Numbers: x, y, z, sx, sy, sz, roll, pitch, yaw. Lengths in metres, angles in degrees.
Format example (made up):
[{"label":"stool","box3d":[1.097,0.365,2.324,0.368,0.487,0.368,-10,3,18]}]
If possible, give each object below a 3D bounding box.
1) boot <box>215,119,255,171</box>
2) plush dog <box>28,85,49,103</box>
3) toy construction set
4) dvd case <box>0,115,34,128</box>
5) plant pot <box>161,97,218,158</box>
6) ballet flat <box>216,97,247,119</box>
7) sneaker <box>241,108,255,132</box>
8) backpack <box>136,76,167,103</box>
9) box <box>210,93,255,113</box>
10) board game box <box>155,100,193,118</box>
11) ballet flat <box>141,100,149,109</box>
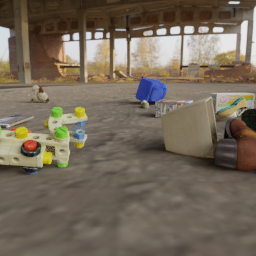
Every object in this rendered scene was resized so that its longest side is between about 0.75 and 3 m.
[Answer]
[{"label":"boot","box3d":[2.862,0.340,5.253,2.099,0.719,1.976,6,12,25]},{"label":"plush dog","box3d":[-4.998,-1.806,15.899,0.967,1.126,0.904,-4,41,32]},{"label":"toy construction set","box3d":[-1.892,0.198,5.157,2.210,1.018,1.449,-7,35,4]},{"label":"dvd case","box3d":[-3.925,-0.247,9.411,0.893,0.096,1.202,5,20,25]},{"label":"plant pot","box3d":[1.353,0.006,6.180,1.026,1.159,1.157,-8,7,23]},{"label":"ballet flat","box3d":[3.746,-0.622,9.906,1.653,0.521,0.567,-27,1,-33]},{"label":"sneaker","box3d":[4.182,-0.138,8.152,1.728,0.674,0.736,18,12,33]},{"label":"backpack","box3d":[1.411,-1.918,15.291,1.370,1.326,1.632,34,22,30]},{"label":"box","box3d":[4.444,-1.087,12.091,1.634,0.828,0.919,0,10,-2]},{"label":"board game box","box3d":[1.792,-0.739,10.866,1.291,0.625,1.029,3,12,20]},{"label":"ballet flat","box3d":[0.848,-1.191,13.875,0.380,0.352,1.079,-2,11,-10]}]
